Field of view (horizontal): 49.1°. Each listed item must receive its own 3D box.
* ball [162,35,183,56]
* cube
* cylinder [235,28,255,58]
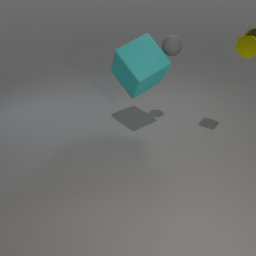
[{"bbox_3d":[1.508,-2.818,9.570,0.700,0.700,0.700,0,30,0],"label":"ball"},{"bbox_3d":[0.409,-2.156,9.903,1.400,1.400,1.400,-33,80,-18],"label":"cube"},{"bbox_3d":[3.685,-2.547,8.416,0.700,0.700,0.700,21,43,32],"label":"cylinder"}]
